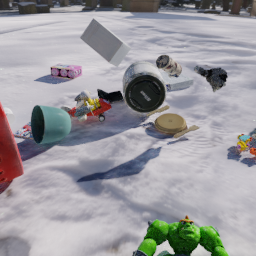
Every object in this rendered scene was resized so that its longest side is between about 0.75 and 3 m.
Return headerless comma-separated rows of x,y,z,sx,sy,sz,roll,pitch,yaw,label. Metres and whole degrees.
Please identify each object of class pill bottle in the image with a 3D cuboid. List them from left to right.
-5.459,-0.556,11.861,1.455,0.806,0.806,17,33,28,pill bottle

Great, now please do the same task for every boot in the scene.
-0.906,-1.679,14.195,1.065,0.484,1.268,-15,39,-19,boot

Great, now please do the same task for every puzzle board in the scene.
-3.910,0.024,11.536,1.000,0.115,1.327,9,31,16,puzzle board

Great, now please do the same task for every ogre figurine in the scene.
1.143,2.649,5.922,2.246,1.102,1.346,-8,45,16,ogre figurine

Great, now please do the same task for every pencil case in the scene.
0.928,-1.385,6.339,0.333,0.383,0.857,38,14,28,pencil case

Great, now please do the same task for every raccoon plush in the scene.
3.225,-2.012,11.079,1.514,0.733,1.015,32,-11,0,raccoon plush

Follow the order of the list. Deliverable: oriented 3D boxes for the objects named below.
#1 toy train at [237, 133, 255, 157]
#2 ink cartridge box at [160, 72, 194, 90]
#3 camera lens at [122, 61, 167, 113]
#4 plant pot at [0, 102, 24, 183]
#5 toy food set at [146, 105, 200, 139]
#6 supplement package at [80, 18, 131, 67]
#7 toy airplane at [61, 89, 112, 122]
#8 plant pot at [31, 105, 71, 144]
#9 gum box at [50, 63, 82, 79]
4.422,0.665,10.176,0.943,0.349,1.256,9,33,13,toy train
2.403,-2.807,16.319,2.047,0.416,2.043,-12,31,-20,ink cartridge box
0.718,-1.968,13.198,1.965,1.965,2.456,-1,29,-2,camera lens
-4.586,0.514,8.047,2.402,2.638,2.638,-17,33,-26,plant pot
1.801,-0.154,11.676,1.418,0.412,2.053,-23,41,-23,toy food set
-0.744,-2.859,9.447,1.402,0.823,0.820,42,14,14,supplement package
-1.940,-0.962,12.026,1.933,1.364,1.925,20,36,31,toy airplane
-2.863,-0.145,10.589,1.162,1.448,1.448,-3,25,-37,plant pot
-3.791,-3.551,17.473,1.780,0.589,1.010,12,30,20,gum box
